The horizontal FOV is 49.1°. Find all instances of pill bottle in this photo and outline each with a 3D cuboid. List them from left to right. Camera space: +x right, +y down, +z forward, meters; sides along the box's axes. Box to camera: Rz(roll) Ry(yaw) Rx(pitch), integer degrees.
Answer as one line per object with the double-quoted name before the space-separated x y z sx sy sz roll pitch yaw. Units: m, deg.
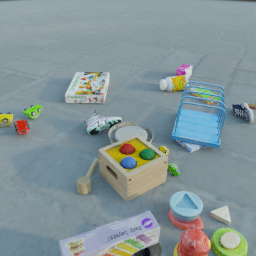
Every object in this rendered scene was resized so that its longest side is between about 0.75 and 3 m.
"pill bottle" 2.395 -2.322 14.674 1.342 0.745 0.745 -8 33 -12

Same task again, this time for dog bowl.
"dog bowl" 0.117 0.389 10.615 1.703 0.499 1.703 0 33 0

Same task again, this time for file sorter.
"file sorter" 2.866 -0.658 11.041 1.775 1.569 2.557 12 29 11

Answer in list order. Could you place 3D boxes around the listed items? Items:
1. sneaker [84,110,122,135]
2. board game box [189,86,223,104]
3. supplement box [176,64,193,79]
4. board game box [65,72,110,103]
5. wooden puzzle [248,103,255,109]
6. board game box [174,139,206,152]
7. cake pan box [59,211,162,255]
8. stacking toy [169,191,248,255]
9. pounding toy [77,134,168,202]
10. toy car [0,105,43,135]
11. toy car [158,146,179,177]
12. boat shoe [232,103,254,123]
"sneaker" -1.074 -0.376 11.463 1.478 0.575 1.034 -17 50 -17
"board game box" 3.925 -1.654 14.099 0.818 0.257 1.712 -15 33 -21
"supplement box" 3.237 -3.189 16.167 0.617 0.630 1.218 16 37 22
"board game box" -2.020 -2.157 14.610 1.871 0.513 2.964 0 32 2
"wooden puzzle" 5.919 -1.036 13.283 0.804 0.057 0.477 13 35 20
"board game box" 2.375 0.488 10.743 0.798 0.193 1.056 -17 37 -25
"cake pan box" -0.282 2.704 5.718 1.980 1.823 0.518 -12 37 -19
"stacking toy" 1.996 2.401 7.088 1.853 0.864 2.047 -2 33 -2
"pounding toy" -0.446 1.140 8.804 2.537 1.161 2.229 -21 38 -30
"toy car" -4.422 -0.408 11.917 2.097 0.468 1.973 19 37 26
"toy car" 1.278 1.150 9.231 1.083 1.151 0.257 42 50 8
"boat shoe" 5.008 -0.641 12.309 0.686 0.552 1.479 -4 26 9
